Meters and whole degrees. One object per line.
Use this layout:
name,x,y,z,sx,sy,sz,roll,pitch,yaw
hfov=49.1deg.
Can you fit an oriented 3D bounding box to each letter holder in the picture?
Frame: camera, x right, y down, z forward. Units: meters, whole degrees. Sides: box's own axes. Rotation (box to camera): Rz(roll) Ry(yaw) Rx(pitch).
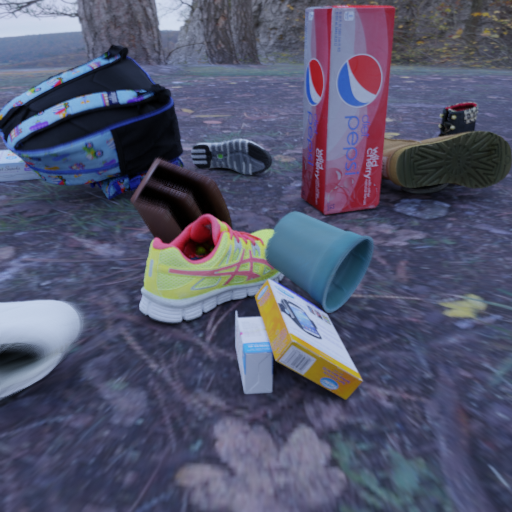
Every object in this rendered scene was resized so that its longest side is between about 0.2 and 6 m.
letter holder,-1.084,-0.619,8.835,1.120,1.575,0.792,20,68,17

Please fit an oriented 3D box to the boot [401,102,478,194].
boot,4.244,-2.482,12.914,2.275,1.718,0.821,-23,33,-24

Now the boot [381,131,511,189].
boot,3.566,-2.415,13.247,3.175,1.199,3.626,-3,15,-18

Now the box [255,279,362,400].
box,0.533,0.868,6.451,0.975,0.340,1.638,32,13,-20

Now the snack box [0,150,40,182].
snack box,-6.227,-2.294,14.139,1.964,0.520,1.397,-7,24,-16

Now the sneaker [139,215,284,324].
sneaker,-0.450,-0.042,8.014,1.072,1.238,2.742,18,28,36

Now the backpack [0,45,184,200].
backpack,-3.633,-2.687,12.241,3.385,2.277,3.090,-27,49,-17

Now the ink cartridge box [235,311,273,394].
ink cartridge box,-0.037,1.055,6.337,0.319,0.541,0.940,-2,24,-8

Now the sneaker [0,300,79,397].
sneaker,-3.142,0.955,5.808,2.340,0.862,1.352,-8,10,-8

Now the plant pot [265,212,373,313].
plant pot,0.798,0.007,7.563,1.111,1.135,1.135,30,35,28

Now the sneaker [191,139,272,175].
sneaker,-0.426,-2.735,14.774,2.358,0.885,1.362,12,24,27

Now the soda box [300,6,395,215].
soda box,1.746,-2.871,11.189,1.362,3.891,1.234,-9,24,-17
